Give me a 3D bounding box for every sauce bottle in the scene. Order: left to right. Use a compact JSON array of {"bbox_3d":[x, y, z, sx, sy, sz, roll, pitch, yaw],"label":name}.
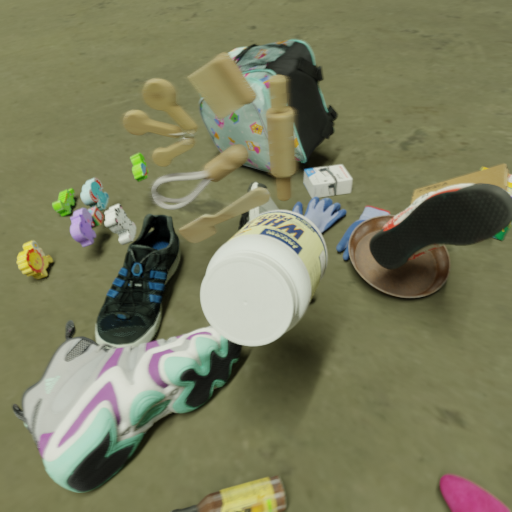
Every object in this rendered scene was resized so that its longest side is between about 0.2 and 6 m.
[{"bbox_3d":[-0.359,3.292,7.316,1.490,0.482,0.482,-12,42,-10],"label":"sauce bottle"}]

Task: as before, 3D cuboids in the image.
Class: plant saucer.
[{"bbox_3d":[2.753,0.054,10.923,1.988,0.342,1.988,2,53,-3],"label":"plant saucer"}]

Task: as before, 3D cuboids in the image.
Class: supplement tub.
[{"bbox_3d":[0.130,0.231,6.915,1.278,1.278,1.762,11,22,13],"label":"supplement tub"}]

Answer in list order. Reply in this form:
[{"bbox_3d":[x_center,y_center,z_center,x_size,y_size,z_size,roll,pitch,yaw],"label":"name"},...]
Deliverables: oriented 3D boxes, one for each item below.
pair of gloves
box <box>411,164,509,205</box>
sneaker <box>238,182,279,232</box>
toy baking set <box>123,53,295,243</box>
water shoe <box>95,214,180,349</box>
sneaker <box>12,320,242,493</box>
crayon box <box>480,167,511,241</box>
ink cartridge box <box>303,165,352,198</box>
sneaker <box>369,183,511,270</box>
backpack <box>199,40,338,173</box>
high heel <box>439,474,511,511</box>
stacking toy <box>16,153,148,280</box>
[{"bbox_3d":[1.798,-0.569,11.970,2.396,0.273,1.926,17,45,20],"label":"pair of gloves"},{"bbox_3d":[4.261,-1.215,11.913,2.046,0.218,1.672,-15,28,33],"label":"box"},{"bbox_3d":[0.342,-0.248,11.058,1.253,1.168,3.160,1,46,-14],"label":"sneaker"},{"bbox_3d":[-0.613,-1.546,8.704,2.525,3.290,0.383,-1,44,12],"label":"toy baking set"},{"bbox_3d":[-2.177,0.399,10.096,1.091,1.204,3.051,5,41,5],"label":"water shoe"},{"bbox_3d":[-2.052,1.610,8.598,3.407,1.324,2.383,-32,51,-32],"label":"sneaker"},{"bbox_3d":[5.255,-1.202,12.463,1.124,0.551,1.892,24,46,25],"label":"crayon box"},{"bbox_3d":[1.686,-1.765,13.232,0.976,0.411,0.706,-9,42,-11],"label":"ink cartridge box"},{"bbox_3d":[3.060,-0.703,8.779,1.467,2.738,0.914,-35,91,-31],"label":"sneaker"},{"bbox_3d":[0.002,-3.576,13.538,2.382,2.732,3.107,-43,41,-17],"label":"backpack"},{"bbox_3d":[2.812,3.661,6.714,0.990,0.695,2.065,-17,56,-34],"label":"high heel"},{"bbox_3d":[-3.437,-0.956,11.428,2.235,0.697,2.964,-20,38,15],"label":"stacking toy"}]
